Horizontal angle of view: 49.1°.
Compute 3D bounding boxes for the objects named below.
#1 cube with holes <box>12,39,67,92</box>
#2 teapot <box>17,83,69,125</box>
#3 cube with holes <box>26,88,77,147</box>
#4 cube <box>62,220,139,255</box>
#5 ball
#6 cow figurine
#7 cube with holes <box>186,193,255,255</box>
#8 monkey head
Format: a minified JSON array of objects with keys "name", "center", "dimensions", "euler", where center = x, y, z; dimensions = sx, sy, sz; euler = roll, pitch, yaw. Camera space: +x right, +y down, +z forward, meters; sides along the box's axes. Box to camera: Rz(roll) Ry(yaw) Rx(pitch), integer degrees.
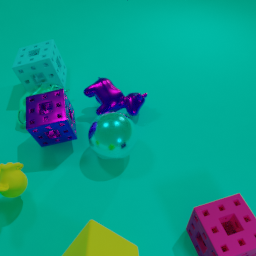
[{"name":"cube with holes","center":[-2.661,-1.831,8.644],"dimensions":[1.135,1.135,1.135],"euler":[-13,44,6]},{"name":"teapot","center":[-2.481,-0.756,8.086],"dimensions":[1.759,0.861,1.094],"euler":[-44,28,-17]},{"name":"cube with holes","center":[-1.922,-0.241,7.096],"dimensions":[0.964,0.964,0.964],"euler":[-13,59,0]},{"name":"cube","center":[-0.508,2.428,4.633],"dimensions":[1.056,1.056,1.056],"euler":[35,11,-12]},{"name":"ball","center":[-0.381,0.204,6.981],"dimensions":[1.231,1.231,1.231],"euler":[0,48,0]},{"name":"cow figurine","center":[-0.308,-0.903,7.991],"dimensions":[1.502,0.838,1.527],"euler":[-33,88,3]},{"name":"cube with holes","center":[1.876,2.081,5.465],"dimensions":[1.006,1.006,1.006],"euler":[-14,50,-12]},{"name":"monkey head","center":[-2.616,1.125,5.980],"dimensions":[0.871,1.211,0.730],"euler":[-2,77,-7]}]
